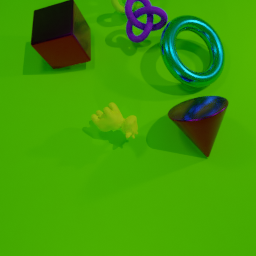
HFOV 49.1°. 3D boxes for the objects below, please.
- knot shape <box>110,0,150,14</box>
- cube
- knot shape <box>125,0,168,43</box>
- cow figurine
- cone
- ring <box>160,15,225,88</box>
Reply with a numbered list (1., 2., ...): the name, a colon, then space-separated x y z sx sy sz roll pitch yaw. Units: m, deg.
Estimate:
1. knot shape: 0.189 -3.839 8.262 1.347 1.261 0.623 -24 76 10
2. cube: -1.760 -2.478 7.565 1.173 1.173 1.173 -10 67 14
3. knot shape: 0.370 -3.050 7.614 1.238 1.158 0.572 -24 24 18
4. cow figurine: -0.285 -0.103 6.762 0.995 1.011 0.555 56 36 -11
5. cone: 1.793 0.139 6.714 1.392 1.392 1.397 -22 112 -9
6. ring: 1.772 -2.076 7.562 2.024 0.405 2.024 4 79 -23
